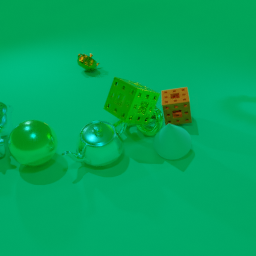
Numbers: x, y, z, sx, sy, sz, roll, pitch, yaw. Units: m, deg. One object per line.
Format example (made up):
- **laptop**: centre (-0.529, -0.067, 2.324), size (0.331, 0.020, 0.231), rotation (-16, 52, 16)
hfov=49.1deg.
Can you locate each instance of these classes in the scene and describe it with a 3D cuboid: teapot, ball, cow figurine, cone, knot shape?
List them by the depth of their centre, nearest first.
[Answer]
- **ball**: centre (-2.227, 0.353, 6.601), size (1.110, 1.110, 1.110), rotation (0, 34, 0)
- **cone**: centre (1.025, 0.136, 6.728), size (0.963, 0.966, 0.963), rotation (-6, 60, 11)
- **teapot**: centre (-0.746, 0.333, 6.741), size (1.890, 0.925, 1.175), rotation (-33, 52, -26)
- **cow figurine**: centre (-3.356, -0.002, 7.065), size (0.815, 1.485, 1.461), rotation (-2, -1, -6)
- **knot shape**: centre (0.342, -0.282, 7.931), size (1.186, 0.585, 1.267), rotation (-19, 45, 1)
- **teapot**: centre (-1.595, -2.679, 11.376), size (0.822, 0.647, 1.322), rotation (35, 9, 31)

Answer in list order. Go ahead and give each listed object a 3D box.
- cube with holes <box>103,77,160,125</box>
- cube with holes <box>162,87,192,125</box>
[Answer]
- **cube with holes**: centre (0.089, -0.678, 7.107), size (0.877, 0.877, 0.877), rotation (4, 22, -47)
- **cube with holes**: centre (1.415, -0.629, 8.191), size (0.755, 0.755, 0.755), rotation (-7, 38, 11)
